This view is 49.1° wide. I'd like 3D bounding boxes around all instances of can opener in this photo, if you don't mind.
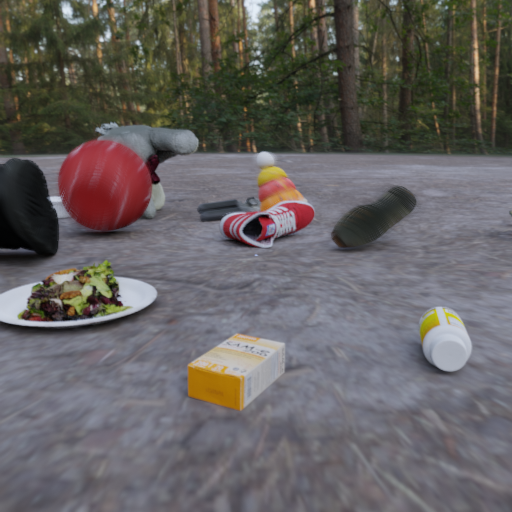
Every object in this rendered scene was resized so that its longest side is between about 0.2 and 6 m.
[{"bbox_3d":[-0.611,-1.071,13.797,1.755,0.468,0.587,-10,-27,-26],"label":"can opener"}]

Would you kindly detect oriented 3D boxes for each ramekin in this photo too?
[{"bbox_3d":[-4.988,-1.211,14.071,0.936,0.456,0.936,0,14,0],"label":"ramekin"}]

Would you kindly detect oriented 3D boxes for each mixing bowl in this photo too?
[{"bbox_3d":[-3.140,-1.273,11.311,1.936,1.936,1.048,-1,22,-3],"label":"mixing bowl"}]

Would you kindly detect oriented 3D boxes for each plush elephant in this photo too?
[{"bbox_3d":[-3.056,-1.949,13.899,2.456,2.309,2.983,-19,28,-29],"label":"plush elephant"}]

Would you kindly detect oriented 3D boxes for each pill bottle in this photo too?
[{"bbox_3d":[1.818,0.809,5.406,0.436,0.436,0.799,3,14,12],"label":"pill bottle"}]

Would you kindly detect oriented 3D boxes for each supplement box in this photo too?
[{"bbox_3d":[-0.154,0.987,4.901,0.528,0.308,0.838,7,14,26],"label":"supplement box"}]

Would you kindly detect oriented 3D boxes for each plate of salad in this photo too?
[{"bbox_3d":[-2.243,0.435,6.928,2.000,0.480,2.000,1,13,0],"label":"plate of salad"}]

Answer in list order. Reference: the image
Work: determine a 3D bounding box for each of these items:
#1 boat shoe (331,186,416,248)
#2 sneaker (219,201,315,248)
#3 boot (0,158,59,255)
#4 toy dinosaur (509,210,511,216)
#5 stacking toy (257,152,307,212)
[{"bbox_3d":[2.192,-0.622,10.494,1.862,0.704,0.688,-27,-15,-22],"label":"boat shoe"},{"bbox_3d":[0.406,-0.628,10.950,2.036,0.725,1.145,-13,13,-19],"label":"sneaker"},{"bbox_3d":[-4.376,-0.618,8.738,2.123,1.069,2.840,1,-20,-10],"label":"boot"},{"bbox_3d":[6.710,-0.828,12.504,1.922,0.456,0.847,8,30,29],"label":"toy dinosaur"},{"bbox_3d":[0.383,-1.633,12.876,1.156,1.583,1.156,-23,-3,-1],"label":"stacking toy"}]
